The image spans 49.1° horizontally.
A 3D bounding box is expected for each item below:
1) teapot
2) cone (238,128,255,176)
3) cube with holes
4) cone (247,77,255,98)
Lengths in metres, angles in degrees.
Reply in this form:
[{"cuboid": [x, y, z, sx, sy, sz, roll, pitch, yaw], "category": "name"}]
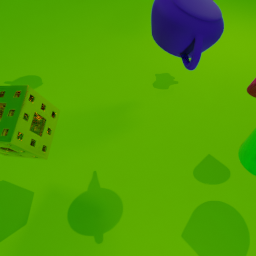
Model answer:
[{"cuboid": [0.816, -1.558, 4.245, 1.102, 0.868, 1.773, 7, 52, -18], "category": "teapot"}, {"cuboid": [2.482, -0.056, 4.414, 1.344, 1.349, 1.344, -9, 33, 6], "category": "cone"}, {"cuboid": [-1.965, -0.076, 4.899, 0.973, 0.973, 0.973, 2, 69, 21], "category": "cube with holes"}, {"cuboid": [2.952, -1.124, 5.756, 0.842, 0.842, 0.845, 12, 75, 12], "category": "cone"}]
